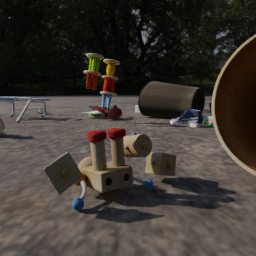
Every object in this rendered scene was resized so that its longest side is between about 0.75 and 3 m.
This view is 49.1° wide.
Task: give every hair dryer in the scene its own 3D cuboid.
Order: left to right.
[{"bbox_3d":[-0.966,-0.680,12.421,1.405,0.501,1.845,-3,12,-15],"label":"hair dryer"}]

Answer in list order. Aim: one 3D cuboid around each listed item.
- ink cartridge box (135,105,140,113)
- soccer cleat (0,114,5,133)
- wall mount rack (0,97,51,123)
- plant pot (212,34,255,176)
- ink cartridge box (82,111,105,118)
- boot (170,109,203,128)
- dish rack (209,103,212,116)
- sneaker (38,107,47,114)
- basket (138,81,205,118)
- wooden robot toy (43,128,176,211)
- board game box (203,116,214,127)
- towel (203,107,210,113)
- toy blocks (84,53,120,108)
[{"bbox_3d":[1.066,-1.015,15.143,1.207,0.406,0.701,6,10,33],"label":"ink cartridge box"},{"bbox_3d":[-4.359,-0.089,7.952,2.106,0.723,0.897,8,27,31],"label":"soccer cleat"},{"bbox_3d":[-4.810,-0.811,11.953,2.829,1.055,2.458,1,5,9],"label":"wall mount rack"},{"bbox_3d":[2.836,-0.196,4.400,2.206,2.206,2.367,7,-4,40],"label":"plant pot"},{"bbox_3d":[-1.462,-0.603,12.724,0.870,0.287,1.196,5,12,32],"label":"ink cartridge box"},{"bbox_3d":[2.101,-0.392,10.061,0.492,0.611,1.352,-8,11,-43],"label":"boot"},{"bbox_3d":[4.782,-0.690,11.885,2.625,0.716,2.014,3,9,16],"label":"dish rack"},{"bbox_3d":[-4.464,-0.913,14.809,0.416,0.361,0.938,4,7,-31],"label":"sneaker"},{"bbox_3d":[2.027,-1.196,12.490,2.400,1.632,2.164,11,27,38],"label":"basket"},{"bbox_3d":[-0.315,0.455,3.774,1.969,0.867,0.893,-6,-1,-38],"label":"wooden robot toy"},{"bbox_3d":[3.940,-0.246,10.215,2.008,0.292,1.351,-1,9,-5],"label":"board game box"},{"bbox_3d":[5.186,-1.082,16.135,2.516,0.273,1.845,-5,9,-32],"label":"towel"},{"bbox_3d":[-1.017,-1.707,10.516,0.667,1.837,1.531,8,2,42],"label":"toy blocks"}]
